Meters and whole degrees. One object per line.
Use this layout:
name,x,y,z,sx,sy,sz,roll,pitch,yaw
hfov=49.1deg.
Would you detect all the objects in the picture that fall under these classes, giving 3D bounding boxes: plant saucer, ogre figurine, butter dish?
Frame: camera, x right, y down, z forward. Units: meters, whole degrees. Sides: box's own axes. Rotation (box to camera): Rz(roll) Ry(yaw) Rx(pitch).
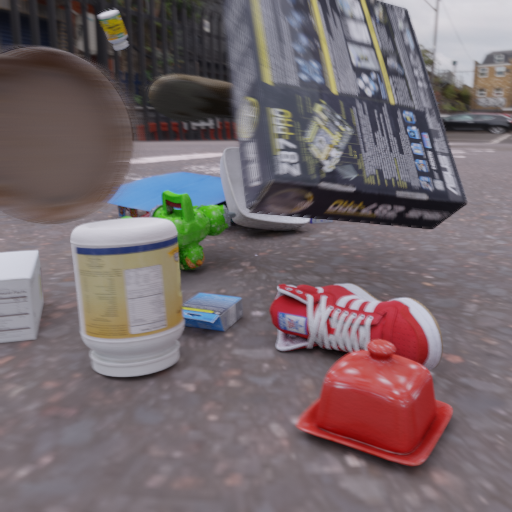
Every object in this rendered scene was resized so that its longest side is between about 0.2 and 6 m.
plant saucer,-2.174,-1.220,5.815,1.764,1.764,0.283,-3,13,-10
ogre figurine,-1.516,-0.409,9.345,2.631,1.291,1.578,3,-3,-42
butter dish,0.995,1.064,4.570,1.057,0.781,1.054,10,18,32

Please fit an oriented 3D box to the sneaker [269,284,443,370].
sneaker,0.888,0.738,5.869,1.191,0.755,2.118,-1,7,-20

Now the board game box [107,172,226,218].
board game box,-1.910,-1.257,13.311,3.308,0.644,2.613,13,30,36

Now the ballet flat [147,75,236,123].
ballet flat,-0.880,-3.148,11.076,2.765,0.932,0.641,-6,52,-33

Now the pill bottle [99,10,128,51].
pill bottle,-2.945,-4.689,11.658,0.408,0.724,0.408,-10,37,8

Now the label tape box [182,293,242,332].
label tape box,-0.612,0.728,6.880,0.610,0.281,0.851,5,17,21

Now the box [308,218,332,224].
box,1.444,-0.992,13.392,0.613,0.321,0.563,-4,16,-18

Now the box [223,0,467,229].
box,1.052,-2.015,7.143,2.651,3.289,0.808,4,-26,-24

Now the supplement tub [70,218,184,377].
supplement tub,-1.289,0.388,5.730,1.054,1.460,1.054,-3,11,1

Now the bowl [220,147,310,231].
bowl,0.097,-1.363,12.278,1.955,1.952,0.730,3,-31,-32

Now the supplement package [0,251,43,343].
supplement package,-3.229,0.478,6.848,1.073,0.764,1.378,-5,16,-16

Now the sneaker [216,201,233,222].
sneaker,-0.649,-1.285,13.500,0.965,0.939,2.424,-23,26,-37
